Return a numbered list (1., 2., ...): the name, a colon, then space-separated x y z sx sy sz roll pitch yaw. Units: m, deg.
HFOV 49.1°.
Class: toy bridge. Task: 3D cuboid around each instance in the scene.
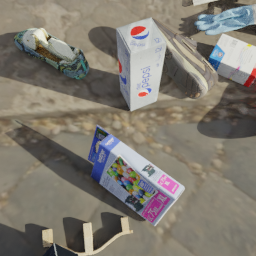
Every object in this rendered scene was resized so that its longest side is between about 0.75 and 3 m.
1. toy bridge: -0.881 2.483 6.296 2.001 0.272 0.672 -7 69 -3

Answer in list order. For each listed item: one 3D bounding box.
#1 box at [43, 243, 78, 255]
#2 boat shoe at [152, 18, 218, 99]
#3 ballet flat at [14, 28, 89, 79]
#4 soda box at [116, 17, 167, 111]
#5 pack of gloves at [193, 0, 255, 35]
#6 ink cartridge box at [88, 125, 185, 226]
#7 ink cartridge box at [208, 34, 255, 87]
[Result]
1. box: -1.433 3.095 5.318 1.131 0.713 1.150 -48 30 0
2. boat shoe: 1.460 -2.061 8.011 1.012 1.028 2.760 -31 78 -23
3. ballet flat: -2.269 -2.383 8.096 2.687 0.998 0.998 28 69 12
4. soda box: 0.273 -1.401 6.799 0.843 2.469 0.783 -22 68 -8
5. pack of gloves: 3.518 -3.809 8.780 2.857 0.564 2.400 -4 61 19
6. ink cartridge box: -0.035 1.081 6.266 2.310 1.379 0.485 37 48 14
7. ink cartridge box: 3.253 -1.877 8.043 1.732 0.583 1.006 27 69 11
